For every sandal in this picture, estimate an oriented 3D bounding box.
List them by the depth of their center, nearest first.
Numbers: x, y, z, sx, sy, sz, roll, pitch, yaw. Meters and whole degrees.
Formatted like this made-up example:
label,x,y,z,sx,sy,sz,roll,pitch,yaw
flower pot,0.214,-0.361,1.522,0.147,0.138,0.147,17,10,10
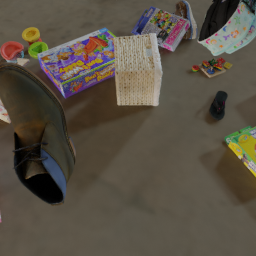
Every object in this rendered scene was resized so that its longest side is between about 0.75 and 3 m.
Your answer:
label,x,y,z,sx,sy,sz,roll,pitch,yaw
sandal,2.787,-0.755,8.571,0.459,0.292,1.222,15,54,11

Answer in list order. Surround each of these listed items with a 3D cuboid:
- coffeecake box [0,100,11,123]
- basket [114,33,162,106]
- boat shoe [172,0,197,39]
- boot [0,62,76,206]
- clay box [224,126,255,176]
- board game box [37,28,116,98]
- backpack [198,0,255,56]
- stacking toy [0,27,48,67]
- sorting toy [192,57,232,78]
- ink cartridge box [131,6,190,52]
label,x,y,z,sx,sy,sz,roll,pitch,yaw
coffeecake box,-3.587,-0.712,8.494,0.759,0.361,0.989,22,55,16
basket,0.270,-1.721,8.451,1.312,1.631,1.617,-3,57,-1
boat shoe,2.094,-4.321,11.045,0.767,0.765,2.119,-7,52,-4
boot,-1.555,0.197,4.877,0.964,2.581,1.251,-17,39,5
clay box,3.535,0.650,7.387,1.058,0.438,1.842,-22,56,-17
board game box,-1.404,-2.310,9.575,2.719,0.609,1.828,-30,58,-21
backpack,1.456,-1.490,4.053,0.685,0.808,0.910,39,61,-17
stacking toy,-3.548,-2.654,9.951,1.560,0.659,1.412,-38,69,-14
sorting toy,2.964,-2.146,9.687,1.418,0.240,0.684,-21,55,-16
ink cartridge box,1.160,-3.813,10.577,1.993,0.418,1.189,30,88,24
